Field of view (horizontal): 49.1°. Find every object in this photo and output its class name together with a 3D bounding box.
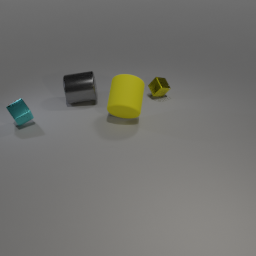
[{"bbox_3d":[-0.083,-1.286,11.621,1.400,1.400,1.400,6,71,10],"label":"cylinder"},{"bbox_3d":[-2.242,-1.919,13.370,1.400,1.400,1.400,-9,30,-1],"label":"cylinder"},{"bbox_3d":[-4.363,-0.622,11.351,0.700,0.700,0.700,-35,74,-18],"label":"cube"},{"bbox_3d":[1.564,-2.050,14.020,0.700,0.700,0.700,-1,58,-41],"label":"cube"}]
